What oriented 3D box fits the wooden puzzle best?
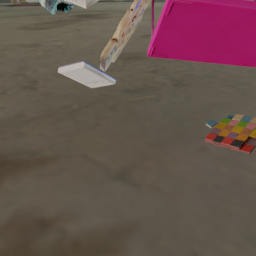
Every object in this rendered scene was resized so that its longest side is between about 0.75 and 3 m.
[{"bbox_3d":[1.951,0.065,4.931,0.844,0.100,1.423,-41,35,-27],"label":"wooden puzzle"}]

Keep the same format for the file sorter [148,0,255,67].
[{"bbox_3d":[1.985,-2.683,6.150,2.775,1.928,1.740,4,73,-7],"label":"file sorter"}]

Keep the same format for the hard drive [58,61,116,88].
[{"bbox_3d":[-0.977,-1.278,6.864,0.807,0.155,1.223,-4,-13,32],"label":"hard drive"}]

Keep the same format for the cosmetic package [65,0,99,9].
[{"bbox_3d":[-1.493,-3.664,6.827,1.598,0.860,0.678,28,54,14],"label":"cosmetic package"}]

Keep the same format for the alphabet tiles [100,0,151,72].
[{"bbox_3d":[0.041,-2.705,7.213,0.193,2.642,2.584,33,-6,-4],"label":"alphabet tiles"}]

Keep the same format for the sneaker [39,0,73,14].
[{"bbox_3d":[-1.739,-3.591,7.952,1.494,0.580,0.645,-35,86,-30],"label":"sneaker"}]
